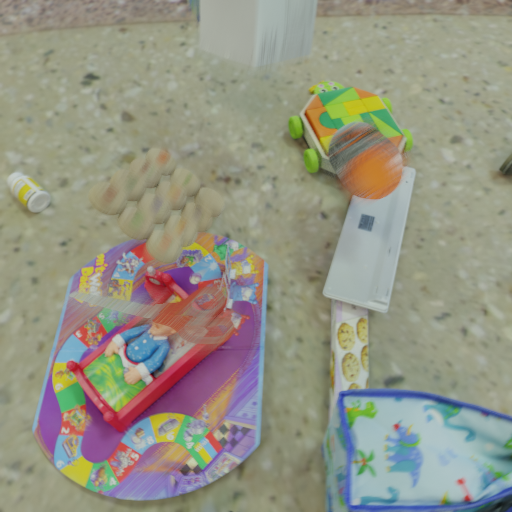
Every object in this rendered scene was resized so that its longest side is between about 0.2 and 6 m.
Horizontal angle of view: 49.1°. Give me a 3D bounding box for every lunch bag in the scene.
[{"bbox_3d":[2.645,3.232,8.312,3.122,2.654,1.989,-1,59,-1],"label":"lunch bag"}]

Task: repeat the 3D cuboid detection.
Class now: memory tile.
[{"bbox_3d":[-1.545,-0.914,9.334,1.737,0.190,2.267,42,36,-4],"label":"memory tile"}]

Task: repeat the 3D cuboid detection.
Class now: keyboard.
[{"bbox_3d":[2.452,-0.626,11.639,1.219,0.231,4.332,12,48,14],"label":"keyboard"}]

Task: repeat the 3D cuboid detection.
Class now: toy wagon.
[{"bbox_3d":[2.074,-3.197,13.316,2.539,0.647,3.272,-14,58,-11],"label":"toy wagon"}]

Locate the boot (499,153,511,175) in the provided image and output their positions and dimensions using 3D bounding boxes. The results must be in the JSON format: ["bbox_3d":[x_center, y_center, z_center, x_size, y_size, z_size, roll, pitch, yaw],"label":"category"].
[{"bbox_3d":[7.053,-1.661,12.411,2.322,0.927,2.554,-28,69,-13],"label":"boot"}]

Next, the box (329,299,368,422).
[{"bbox_3d":[1.735,1.615,10.472,0.653,0.609,3.149,6,59,1],"label":"box"}]

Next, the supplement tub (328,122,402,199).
[{"bbox_3d":[2.010,-1.753,10.355,1.131,1.131,1.846,-3,25,-2],"label":"supplement tub"}]

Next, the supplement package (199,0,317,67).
[{"bbox_3d":[0.018,-4.277,10.181,1.485,1.142,1.553,30,42,33],"label":"supplement package"}]

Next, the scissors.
[{"bbox_3d":[-1.483,0.874,7.941,2.343,0.857,0.163,-3,19,6],"label":"scissors"}]

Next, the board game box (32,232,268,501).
[{"bbox_3d":[-1.951,1.461,9.975,4.120,1.015,5.215,-2,58,9],"label":"board game box"}]

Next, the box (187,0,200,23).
[{"bbox_3d":[-0.982,-5.004,10.644,0.704,1.155,0.275,-13,43,18],"label":"box"}]

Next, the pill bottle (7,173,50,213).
[{"bbox_3d":[-5.047,-1.425,12.361,0.962,0.536,0.536,39,66,21],"label":"pill bottle"}]
